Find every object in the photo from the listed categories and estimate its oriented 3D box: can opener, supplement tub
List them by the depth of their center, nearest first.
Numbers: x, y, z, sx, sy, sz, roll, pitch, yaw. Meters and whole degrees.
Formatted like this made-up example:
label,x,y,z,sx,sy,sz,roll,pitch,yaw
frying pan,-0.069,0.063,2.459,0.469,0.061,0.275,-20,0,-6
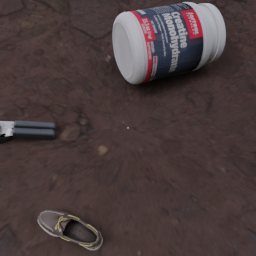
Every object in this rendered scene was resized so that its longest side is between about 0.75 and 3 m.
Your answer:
label,x,y,z,sx,sy,sz,roll,pitch,yaw
can opener,-2.885,0.079,7.490,1.846,0.613,0.486,0,54,-9
supplement tub,1.117,-2.473,8.056,2.791,1.958,1.958,-16,60,-15

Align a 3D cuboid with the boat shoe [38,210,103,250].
label,x,y,z,sx,sy,sz,roll,pitch,yaw
boat shoe,-1.314,2.201,6.208,1.597,0.475,0.574,22,60,12
